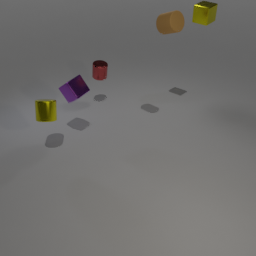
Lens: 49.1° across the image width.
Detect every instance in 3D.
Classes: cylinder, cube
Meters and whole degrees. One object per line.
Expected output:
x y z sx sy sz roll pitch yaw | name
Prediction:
-1.308 -2.687 13.049 0.700 0.700 0.700 5 41 -4 | cylinder
-2.785 -0.600 9.523 0.700 0.700 0.700 1 12 0 | cylinder
1.445 -3.599 9.580 0.700 0.700 0.700 -22 22 -33 | cylinder
3.130 -4.688 11.424 0.700 0.700 0.700 30 51 32 | cube
-1.992 -1.440 10.399 0.700 0.700 0.700 -16 21 49 | cube
